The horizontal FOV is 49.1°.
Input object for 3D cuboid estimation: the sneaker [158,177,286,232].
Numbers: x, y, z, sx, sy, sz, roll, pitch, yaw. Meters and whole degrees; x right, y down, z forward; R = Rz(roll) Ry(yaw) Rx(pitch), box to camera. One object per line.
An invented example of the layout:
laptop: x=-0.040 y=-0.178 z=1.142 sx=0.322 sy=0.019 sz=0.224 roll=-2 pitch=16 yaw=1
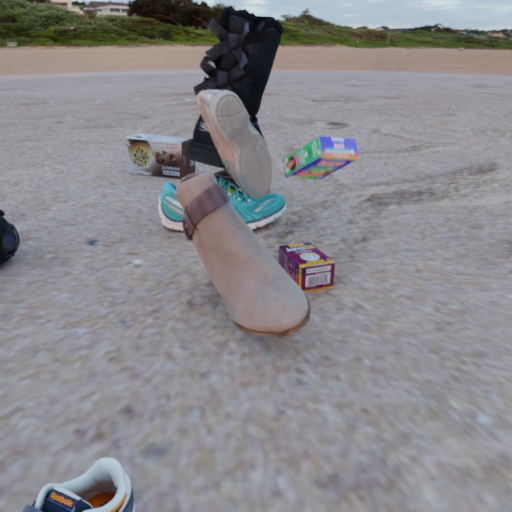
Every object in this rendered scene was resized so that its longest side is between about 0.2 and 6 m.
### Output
sneaker: x=-0.662 y=-1.084 z=11.469 sx=2.649 sy=1.055 sz=1.027 roll=-3 pitch=23 yaw=-9

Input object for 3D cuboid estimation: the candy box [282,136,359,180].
candy box: x=1.106 y=-1.671 z=9.651 sx=0.861 sy=0.392 sz=1.019 roll=-4 pitch=-13 yaw=-36

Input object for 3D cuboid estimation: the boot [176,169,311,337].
boot: x=-0.364 y=-0.176 z=7.648 sx=0.986 sy=2.053 sz=2.808 roll=-30 pitch=18 yaw=-15

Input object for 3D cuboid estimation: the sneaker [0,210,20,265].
sneaker: x=-4.746 y=-0.254 z=9.338 sx=1.520 sy=1.314 sz=3.471 roll=-5 pitch=23 yaw=-25

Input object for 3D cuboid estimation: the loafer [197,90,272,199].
loafer: x=-0.300 y=-1.667 z=8.289 sx=0.674 sy=1.876 sz=0.590 roll=-44 pitch=47 yaw=-17

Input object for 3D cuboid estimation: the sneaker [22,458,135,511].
sneaker: x=-1.607 y=2.218 z=4.231 sx=0.668 sy=0.676 sz=1.703 roll=13 pitch=28 yaw=24

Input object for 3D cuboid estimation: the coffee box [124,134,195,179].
coffee box: x=-2.636 y=-2.743 z=15.403 sx=1.805 sy=1.020 sz=0.720 roll=10 pitch=25 yaw=19

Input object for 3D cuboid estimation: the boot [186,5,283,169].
boot: x=-0.237 y=-3.163 z=11.176 sx=1.273 sy=2.818 sz=3.439 roll=19 pitch=12 yaw=12

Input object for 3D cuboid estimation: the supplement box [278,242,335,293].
supplement box: x=0.817 y=0.177 z=9.231 sx=0.615 sy=0.485 sz=0.939 roll=-9 pitch=25 yaw=-20

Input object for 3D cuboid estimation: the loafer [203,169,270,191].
loafer: x=-0.506 y=-1.917 z=13.402 sx=2.020 sy=0.717 sz=0.738 roll=-4 pitch=15 yaw=-44
